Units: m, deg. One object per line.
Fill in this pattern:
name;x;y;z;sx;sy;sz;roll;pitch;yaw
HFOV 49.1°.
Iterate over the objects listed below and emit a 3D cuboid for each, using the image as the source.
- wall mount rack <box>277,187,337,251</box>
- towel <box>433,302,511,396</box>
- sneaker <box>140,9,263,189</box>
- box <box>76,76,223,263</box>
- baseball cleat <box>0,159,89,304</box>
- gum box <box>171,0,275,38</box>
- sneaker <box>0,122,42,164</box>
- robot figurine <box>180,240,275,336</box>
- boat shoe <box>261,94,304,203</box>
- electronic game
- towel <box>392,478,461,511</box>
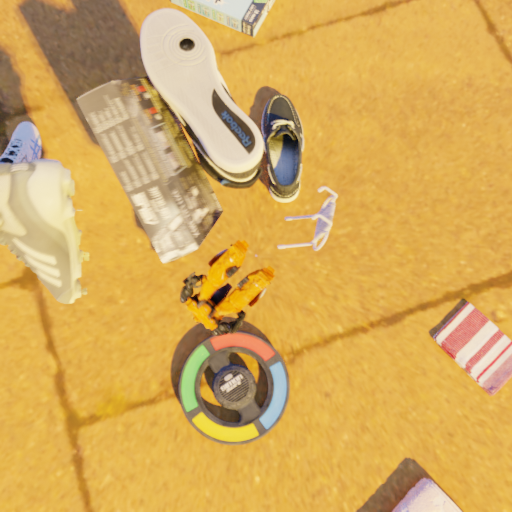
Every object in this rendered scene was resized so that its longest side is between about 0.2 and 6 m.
wall mount rack;0.873;-0.554;9.215;0.457;1.065;1.226;31;46;-14
towel;4.535;1.861;11.322;1.153;0.182;1.601;-42;78;-12
sneaker;-0.989;-2.466;9.586;1.150;1.761;3.148;-27;78;-9
box;-1.598;-1.531;9.319;0.695;2.202;2.792;-21;106;15
baseball cleat;-3.639;-0.331;8.993;1.742;3.273;1.141;-1;50;-14
gum box;-0.650;-6.573;13.537;2.260;0.504;1.921;25;76;7
sneaker;-5.228;-2.047;12.148;0.729;0.735;2.028;10;73;4
robot figurine;-0.529;0.601;9.654;1.301;1.794;0.522;46;35;1
boat shoe;0.624;-2.485;12.234;0.973;0.777;2.574;-7;74;-2
electronic game;-0.430;2.562;10.974;2.193;0.456;2.193;0;74;0
towel;3.085;6.119;9.962;3.019;0.487;2.884;-42;78;-12
